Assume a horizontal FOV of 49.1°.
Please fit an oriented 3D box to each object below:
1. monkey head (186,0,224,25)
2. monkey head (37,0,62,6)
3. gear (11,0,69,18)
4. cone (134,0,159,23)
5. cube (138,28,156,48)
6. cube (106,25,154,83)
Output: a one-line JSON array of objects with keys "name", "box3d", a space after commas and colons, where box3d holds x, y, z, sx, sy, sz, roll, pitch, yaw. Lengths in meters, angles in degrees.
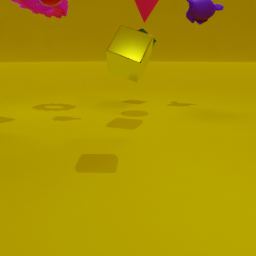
[{"name": "monkey head", "box3d": [2.615, -4.398, 10.155, 1.530, 1.101, 0.922, 3, -28, -19]}, {"name": "monkey head", "box3d": [-2.025, -3.656, 7.274, 1.214, 0.873, 0.731, -4, -17, 23]}, {"name": "gear", "box3d": [-2.975, -4.252, 9.342, 1.906, 0.352, 1.906, 13, 0, 0]}, {"name": "cone", "box3d": [0.527, -3.651, 8.304, 1.105, 1.109, 1.105, 2, 46, -2]}, {"name": "cube", "box3d": [0.498, -3.494, 11.702, 0.839, 0.839, 0.839, 45, 46, 7]}, {"name": "cube", "box3d": [0.049, -2.032, 7.758, 0.973, 0.973, 0.973, 22, -22, 7]}]
